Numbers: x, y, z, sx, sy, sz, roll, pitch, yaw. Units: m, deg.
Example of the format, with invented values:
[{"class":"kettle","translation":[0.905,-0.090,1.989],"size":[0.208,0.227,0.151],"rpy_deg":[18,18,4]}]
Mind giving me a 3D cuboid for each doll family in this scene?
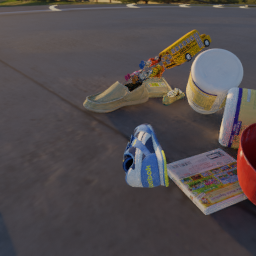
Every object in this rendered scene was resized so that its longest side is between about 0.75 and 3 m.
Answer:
[{"class":"doll family","translation":[0.726,-1.973,10.254],"size":[1.060,0.769,1.707],"rpy_deg":[-25,0,-32]}]

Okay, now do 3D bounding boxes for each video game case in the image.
[{"class":"video game case","translation":[2.236,1.285,7.290],"size":[1.985,0.227,1.806],"rpy_deg":[-13,32,-23]}]

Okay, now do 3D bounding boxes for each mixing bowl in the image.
[{"class":"mixing bowl","translation":[3.443,1.095,6.303],"size":[2.364,1.281,2.364],"rpy_deg":[6,41,-5]}]

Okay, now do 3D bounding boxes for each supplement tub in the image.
[{"class":"supplement tub","translation":[2.936,-1.526,9.868],"size":[1.628,2.240,1.628],"rpy_deg":[-1,72,4]},{"class":"supplement tub","translation":[4.080,-0.139,8.153],"size":[2.516,1.829,1.829],"rpy_deg":[11,31,18]}]

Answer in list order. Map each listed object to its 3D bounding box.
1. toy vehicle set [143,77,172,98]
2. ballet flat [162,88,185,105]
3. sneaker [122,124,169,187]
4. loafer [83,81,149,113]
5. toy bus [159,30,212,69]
[{"class":"toy vehicle set","translation":[1.275,-1.891,12.829],"size":[1.141,0.243,1.836],"rpy_deg":[-4,30,-6]},{"class":"ballet flat","translation":[1.943,-1.388,11.705],"size":[0.522,0.522,1.477],"rpy_deg":[23,37,34]},{"class":"sneaker","translation":[0.282,0.567,6.463],"size":[0.925,0.831,2.248],"rpy_deg":[-14,23,0]},{"class":"loafer","translation":[-0.462,-1.344,11.149],"size":[2.791,0.953,1.056],"rpy_deg":[-16,33,-25]},{"class":"toy bus","translation":[2.438,-3.336,11.744],"size":[2.358,0.923,0.768],"rpy_deg":[-40,14,-24]}]
